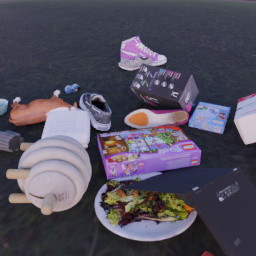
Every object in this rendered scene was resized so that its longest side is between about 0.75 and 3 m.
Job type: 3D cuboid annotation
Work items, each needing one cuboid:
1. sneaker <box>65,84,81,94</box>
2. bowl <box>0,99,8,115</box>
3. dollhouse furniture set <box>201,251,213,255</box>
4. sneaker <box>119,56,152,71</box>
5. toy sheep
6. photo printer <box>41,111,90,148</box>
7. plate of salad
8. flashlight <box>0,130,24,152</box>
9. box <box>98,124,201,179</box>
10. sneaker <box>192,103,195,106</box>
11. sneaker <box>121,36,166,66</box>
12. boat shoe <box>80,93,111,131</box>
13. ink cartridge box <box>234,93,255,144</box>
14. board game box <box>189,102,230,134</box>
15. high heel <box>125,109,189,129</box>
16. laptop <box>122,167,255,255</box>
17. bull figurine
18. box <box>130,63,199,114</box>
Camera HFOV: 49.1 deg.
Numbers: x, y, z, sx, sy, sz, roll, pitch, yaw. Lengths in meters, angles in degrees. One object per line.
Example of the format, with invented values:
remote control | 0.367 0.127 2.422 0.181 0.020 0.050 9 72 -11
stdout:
sneaker | -2.698 -1.906 13.720 0.417 0.367 0.935 20 37 33
bowl | -5.534 -0.844 11.928 0.884 0.462 0.884 0 33 0
dollhouse furniture set | 1.488 3.029 5.740 0.881 0.474 0.358 -28 41 -37
sneaker | 0.448 -3.892 16.447 2.008 0.823 0.750 -4 32 -6
toy sheep | -1.954 1.185 7.344 2.067 2.067 2.998 -3 30 -4
photo printer | -2.213 0.121 10.160 1.666 0.695 2.002 -3 33 -6
plate of salad | 0.466 1.804 7.352 2.695 0.647 2.695 -1 27 1
flashlight | -5.051 0.271 9.807 2.603 0.884 0.881 12 61 17
box | 0.590 0.671 9.216 2.956 0.578 2.023 -7 27 -11
sneaker | 2.456 -1.282 12.567 0.449 0.525 1.266 -21 38 -28
sneaker | 0.939 -4.690 16.985 2.874 1.639 1.042 7 31 8
boat shoe | -1.308 -0.956 11.498 0.973 0.920 2.714 3 29 -23
ink cartridge box | 4.918 -0.549 9.930 1.812 1.040 2.495 -20 13 31
board game box | 3.359 -0.467 11.453 1.330 0.322 1.758 14 35 21
high heel | 1.162 -0.380 11.178 2.485 0.837 1.192 -10 -4 11
laptop | 1.887 1.977 6.960 2.703 1.673 2.887 -8 57 -46
bull figurine | -3.332 -0.787 11.419 2.885 0.940 1.751 -9 30 -17
box | 1.540 -1.629 11.863 2.398 1.466 1.272 21 80 31
